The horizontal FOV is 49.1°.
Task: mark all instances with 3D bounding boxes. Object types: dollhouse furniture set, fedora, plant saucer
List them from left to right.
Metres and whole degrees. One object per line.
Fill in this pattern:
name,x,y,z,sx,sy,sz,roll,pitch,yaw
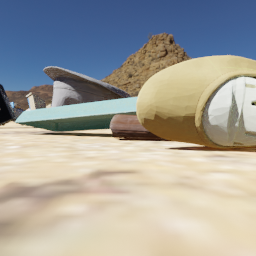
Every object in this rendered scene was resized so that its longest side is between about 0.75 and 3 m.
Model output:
dollhouse furniture set,-3.761,-0.250,10.710,1.680,1.096,1.586,-31,-31,15
fedora,-1.228,-0.670,8.044,2.717,1.227,2.402,17,-6,-33
plant saucer,-0.431,-0.177,4.384,2.860,0.271,1.000,-4,-12,30

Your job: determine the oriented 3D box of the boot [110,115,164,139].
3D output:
boot,0.550,-0.045,3.691,1.381,0.444,1.287,-4,-2,23

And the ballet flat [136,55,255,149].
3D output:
ballet flat,1.250,-0.177,2.396,2.330,0.800,0.734,-2,19,-18

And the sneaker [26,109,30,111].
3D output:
sneaker,-3.193,-0.487,12.610,1.474,0.999,2.551,12,20,35

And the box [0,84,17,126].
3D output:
box,-3.875,-0.667,8.184,0.737,1.190,1.170,-23,8,-15
